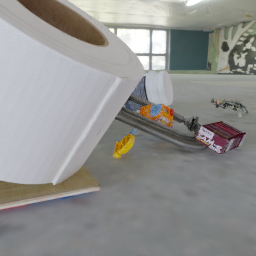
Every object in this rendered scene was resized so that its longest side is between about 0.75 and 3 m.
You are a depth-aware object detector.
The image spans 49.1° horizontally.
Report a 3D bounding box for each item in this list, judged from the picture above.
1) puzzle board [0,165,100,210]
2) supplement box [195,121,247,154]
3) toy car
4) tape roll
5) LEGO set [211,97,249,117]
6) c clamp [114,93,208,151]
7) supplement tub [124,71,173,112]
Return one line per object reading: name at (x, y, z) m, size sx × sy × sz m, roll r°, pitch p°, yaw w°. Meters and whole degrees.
puzzle board at (-1.554, 0.687, 3.712) m, size 1.999 × 0.174 × 1.506 m, roll -5°, pitch 15°, yaw -25°
supplement box at (1.724, 0.151, 5.137) m, size 0.548 × 0.307 × 1.008 m, roll 34°, pitch 26°, yaw 33°
toy car at (0.500, 0.097, 5.367) m, size 0.615 × 0.906 × 1.848 m, roll -42°, pitch 9°, yaw 37°
tape roll at (-1.169, -0.697, 3.517) m, size 2.343 × 1.608 × 2.343 m, roll 29°, pitch 25°, yaw -15°
LEGO set at (3.269, -0.800, 9.015) m, size 1.086 × 0.474 × 1.673 m, roll 7°, pitch 19°, yaw -27°
c clamp at (0.565, -0.374, 6.107) m, size 2.686 × 0.364 × 2.295 m, roll 27°, pitch 23°, yaw 14°
supplement tub at (0.447, -1.111, 8.743) m, size 1.684 × 1.182 × 1.182 m, roll -7°, pitch 9°, yaw 25°
